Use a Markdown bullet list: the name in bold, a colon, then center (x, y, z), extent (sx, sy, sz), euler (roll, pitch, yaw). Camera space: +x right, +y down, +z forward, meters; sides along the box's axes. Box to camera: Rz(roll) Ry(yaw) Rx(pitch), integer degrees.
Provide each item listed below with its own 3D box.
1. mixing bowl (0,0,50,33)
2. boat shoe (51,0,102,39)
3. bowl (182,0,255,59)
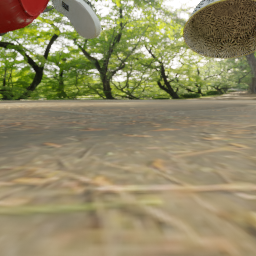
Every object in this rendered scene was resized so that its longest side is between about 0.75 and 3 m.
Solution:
- **mixing bowl**: center (-2.093, -2.622, 4.438), extent (1.479, 2.731, 2.731), euler (18, 8, 2)
- **boat shoe**: center (-1.342, -3.417, 8.065), extent (0.777, 0.863, 2.442), euler (-21, 56, -33)
- **bowl**: center (3.201, -3.550, 8.916), extent (2.816, 1.321, 2.816), euler (6, -19, 2)
